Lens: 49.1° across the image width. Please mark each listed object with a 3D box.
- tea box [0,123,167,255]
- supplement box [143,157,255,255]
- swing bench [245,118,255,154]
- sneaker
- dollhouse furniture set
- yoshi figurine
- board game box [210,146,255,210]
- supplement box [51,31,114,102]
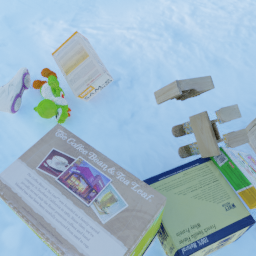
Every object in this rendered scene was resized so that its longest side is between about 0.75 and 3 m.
[{"bbox_3d":[-0.898,1.835,5.865,2.727,2.683,1.822,31,59,23],"label":"tea box"},{"bbox_3d":[1.515,1.977,6.659,1.873,1.257,1.871,-19,55,-14],"label":"supplement box"},{"bbox_3d":[4.704,0.385,7.891,1.973,1.280,1.963,-17,55,-13],"label":"swing bench"},{"bbox_3d":[-4.000,-1.389,9.581,1.006,0.756,2.020,6,53,5],"label":"sneaker"},{"bbox_3d":[1.537,-0.178,6.486,1.209,1.595,1.820,-13,84,-33],"label":"dollhouse furniture set"},{"bbox_3d":[-2.613,-1.015,9.093,1.148,1.152,2.050,-23,58,-12],"label":"yoshi figurine"},{"bbox_3d":[3.048,1.241,7.002,1.978,0.399,1.514,14,36,-47],"label":"board game box"},{"bbox_3d":[-1.549,-2.063,9.445,1.255,0.732,1.992,-36,71,15],"label":"supplement box"}]
